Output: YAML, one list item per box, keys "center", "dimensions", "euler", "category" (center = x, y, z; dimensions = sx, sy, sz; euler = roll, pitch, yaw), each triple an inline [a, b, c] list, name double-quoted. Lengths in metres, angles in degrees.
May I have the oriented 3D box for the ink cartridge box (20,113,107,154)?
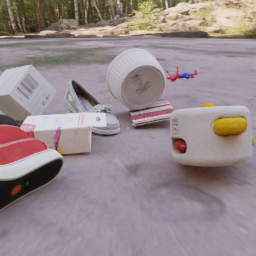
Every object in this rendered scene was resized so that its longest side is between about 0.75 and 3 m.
- center: [-1.335, 0.106, 6.036]
  dimensions: [1.765, 0.596, 1.028]
  euler: [-4, 21, -4]
  category: "ink cartridge box"

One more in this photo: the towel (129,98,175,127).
- center: [0.647, -0.452, 7.773]
  dimensions: [1.186, 0.187, 1.647]
  euler: [-11, 21, 1]
  category: "towel"

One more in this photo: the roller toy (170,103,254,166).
- center: [1.441, 0.074, 4.974]
  dimensions: [1.374, 1.052, 1.506]
  euler: [-3, 2, 29]
  category: "roller toy"

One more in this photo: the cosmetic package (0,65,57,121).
- center: [-2.765, -0.872, 7.249]
  dimensions: [1.226, 1.012, 1.011]
  euler: [2, 55, 39]
  category: "cosmetic package"

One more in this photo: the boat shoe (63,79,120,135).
- center: [-0.970, -0.532, 7.223]
  dimensions: [0.782, 0.681, 2.123]
  euler: [-14, 41, -37]
  category: "boat shoe"

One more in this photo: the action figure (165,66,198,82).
- center: [1.828, -1.981, 9.980]
  dimensions: [1.206, 0.597, 0.393]
  euler: [-16, -15, -26]
  category: "action figure"

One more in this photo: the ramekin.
- center: [0.268, -1.258, 7.643]
  dimensions: [1.595, 1.595, 0.837]
  euler: [-7, 35, -18]
  category: "ramekin"

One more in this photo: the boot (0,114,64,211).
- center: [-2.316, 0.457, 4.095]
  dimensions: [1.673, 0.840, 2.320]
  euler: [35, 25, 18]
  category: "boot"
